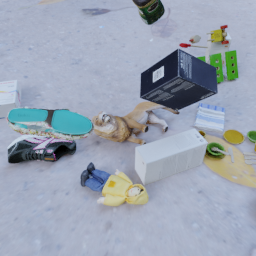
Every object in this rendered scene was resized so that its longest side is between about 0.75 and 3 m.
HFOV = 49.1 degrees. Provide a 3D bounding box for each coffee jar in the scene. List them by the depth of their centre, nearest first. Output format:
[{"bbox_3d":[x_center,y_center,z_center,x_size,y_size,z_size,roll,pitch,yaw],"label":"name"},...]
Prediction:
[{"bbox_3d":[0.651,-4.127,9.151,0.878,1.684,0.718,-38,77,9],"label":"coffee jar"}]

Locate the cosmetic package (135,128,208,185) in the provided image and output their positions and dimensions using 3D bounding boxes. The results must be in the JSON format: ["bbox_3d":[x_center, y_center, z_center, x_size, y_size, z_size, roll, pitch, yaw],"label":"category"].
[{"bbox_3d":[1.216,0.814,8.057,1.951,0.990,0.695,-16,45,-18],"label":"cosmetic package"}]

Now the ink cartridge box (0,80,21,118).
[{"bbox_3d":[-4.597,-1.073,10.336,1.093,0.640,1.512,-9,43,-9],"label":"ink cartridge box"}]

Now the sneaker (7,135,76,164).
[{"bbox_3d":[-2.523,0.646,8.366,2.100,0.844,0.907,-20,48,-18],"label":"sneaker"}]

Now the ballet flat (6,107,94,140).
[{"bbox_3d":[-1.128,-0.045,4.169,1.311,0.419,0.496,10,60,4],"label":"ballet flat"}]

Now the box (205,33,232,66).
[{"bbox_3d":[3.947,-3.456,12.397,0.825,1.327,0.647,0,43,0],"label":"box"}]

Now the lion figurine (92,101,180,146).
[{"bbox_3d":[0.278,-0.289,9.394,1.804,1.067,2.945,23,33,35],"label":"lion figurine"}]

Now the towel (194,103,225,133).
[{"bbox_3d":[2.927,-0.393,9.963,1.008,0.163,1.372,13,44,13],"label":"towel"}]

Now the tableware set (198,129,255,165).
[{"bbox_3d":[3.271,0.453,8.926,2.198,0.337,1.481,6,43,7],"label":"tableware set"}]

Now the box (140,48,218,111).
[{"bbox_3d":[1.333,-1.216,7.559,1.415,1.554,0.809,16,66,-32],"label":"box"}]

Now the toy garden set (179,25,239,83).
[{"bbox_3d":[3.133,-2.883,11.408,2.653,2.212,0.529,-13,13,-14],"label":"toy garden set"}]

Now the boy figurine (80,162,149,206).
[{"bbox_3d":[-0.367,1.614,7.494,1.885,0.607,1.172,19,43,23],"label":"boy figurine"}]
